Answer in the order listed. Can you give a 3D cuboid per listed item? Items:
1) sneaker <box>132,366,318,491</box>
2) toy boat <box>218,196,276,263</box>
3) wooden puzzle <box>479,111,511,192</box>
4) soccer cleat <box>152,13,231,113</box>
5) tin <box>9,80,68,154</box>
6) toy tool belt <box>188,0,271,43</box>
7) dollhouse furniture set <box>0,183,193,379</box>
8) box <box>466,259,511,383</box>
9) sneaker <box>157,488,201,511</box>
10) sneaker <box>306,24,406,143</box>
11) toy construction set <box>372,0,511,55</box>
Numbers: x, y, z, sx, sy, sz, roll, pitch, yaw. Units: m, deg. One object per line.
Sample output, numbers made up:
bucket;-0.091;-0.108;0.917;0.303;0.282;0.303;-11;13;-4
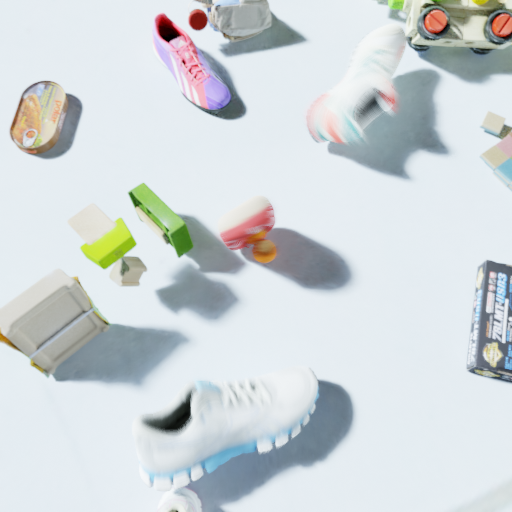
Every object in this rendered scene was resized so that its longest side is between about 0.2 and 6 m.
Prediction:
sneaker;-0.377;2.064;7.520;2.727;1.182;1.022;-23;33;-18
toy boat;-0.019;-0.305;8.592;0.909;1.394;0.911;-32;79;-2
wooden puzzle;5.178;-1.555;9.811;1.770;0.210;2.984;-34;71;-14
soccer cleat;-1.248;-3.547;10.338;0.747;0.802;2.191;-33;71;-13
tin;-3.929;-2.519;10.190;0.836;0.313;1.494;5;67;7
toy tool belt;-0.561;-4.717;10.880;1.630;1.018;1.002;-10;36;-7
dollhouse furniture set;-2.532;0.213;8.474;3.083;1.541;1.190;-40;60;-17
box;4.228;1.095;8.556;1.771;0.443;1.784;12;68;6
sneaker;-1.182;3.943;7.123;0.761;0.825;1.870;5;67;2
sneaker;2.072;-2.951;9.692;2.675;0.942;1.251;-51;39;-14
toy construction set;3.910;-5.152;10.441;3.953;1.821;2.592;3;94;12
